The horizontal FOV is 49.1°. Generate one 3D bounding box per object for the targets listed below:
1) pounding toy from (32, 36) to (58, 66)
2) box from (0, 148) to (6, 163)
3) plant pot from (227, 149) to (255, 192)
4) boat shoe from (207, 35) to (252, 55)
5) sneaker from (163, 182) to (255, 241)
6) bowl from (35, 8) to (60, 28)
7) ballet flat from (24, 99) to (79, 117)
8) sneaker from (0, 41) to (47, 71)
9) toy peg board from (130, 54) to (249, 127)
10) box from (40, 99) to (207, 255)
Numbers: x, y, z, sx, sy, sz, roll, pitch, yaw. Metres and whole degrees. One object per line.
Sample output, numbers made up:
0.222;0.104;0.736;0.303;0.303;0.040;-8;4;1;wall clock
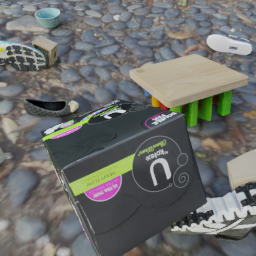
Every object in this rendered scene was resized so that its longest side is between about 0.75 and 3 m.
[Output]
-3.169;-2.930;10.703;0.913;0.992;0.705;25;50;4;pounding toy
-4.568;0.369;7.787;2.590;0.537;0.501;21;50;20;box
2.929;1.235;6.514;1.012;1.143;1.141;-12;25;12;plant pot
4.089;-3.452;11.288;1.787;0.641;0.606;13;49;9;boat shoe
1.941;2.006;6.025;2.513;1.137;0.835;-20;23;14;sneaker
-3.595;-4.931;12.698;1.102;0.576;1.102;0;47;-1;bowl
-2.411;-0.675;8.785;1.710;0.486;0.568;-3;47;-3;ballet flat
-4.201;-2.895;10.571;2.630;1.019;1.047;16;40;14;sneaker
1.798;-1.148;8.945;2.655;1.299;2.644;-17;34;-17;toy peg board
-0.229;0.541;4.335;1.670;1.397;2.248;-25;19;-17;box
